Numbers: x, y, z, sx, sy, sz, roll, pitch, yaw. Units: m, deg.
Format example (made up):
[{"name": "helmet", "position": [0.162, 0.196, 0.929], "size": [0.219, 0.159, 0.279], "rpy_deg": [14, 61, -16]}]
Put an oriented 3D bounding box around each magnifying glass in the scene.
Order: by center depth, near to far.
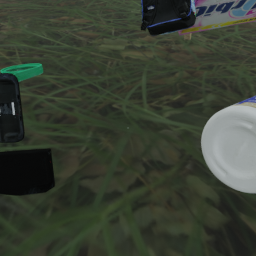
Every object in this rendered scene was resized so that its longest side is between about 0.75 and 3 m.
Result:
[{"name": "magnifying glass", "position": [-2.274, -1.002, 5.543], "size": [0.858, 0.241, 2.155], "rpy_deg": [-5, 21, 0]}]

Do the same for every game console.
[{"name": "game console", "position": [-1.850, 0.127, 4.488], "size": [1.174, 1.991, 0.240], "rpy_deg": [-3, 10, 0]}]

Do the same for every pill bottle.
[{"name": "pill bottle", "position": [1.813, 0.053, 3.592], "size": [1.684, 1.008, 1.008], "rpy_deg": [-20, 41, -40]}]

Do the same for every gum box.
[{"name": "gum box", "position": [2.550, -3.051, 5.973], "size": [2.929, 1.662, 0.969], "rpy_deg": [-13, 81, -7]}]

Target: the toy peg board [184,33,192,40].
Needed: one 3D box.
[{"name": "toy peg board", "position": [1.375, -4.096, 8.073], "size": [1.065, 2.168, 2.177], "rpy_deg": [5, 56, 17]}]

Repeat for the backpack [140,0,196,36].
[{"name": "backpack", "position": [0.745, -2.349, 5.262], "size": [0.992, 1.084, 0.797], "rpy_deg": [-8, -7, 22]}]
